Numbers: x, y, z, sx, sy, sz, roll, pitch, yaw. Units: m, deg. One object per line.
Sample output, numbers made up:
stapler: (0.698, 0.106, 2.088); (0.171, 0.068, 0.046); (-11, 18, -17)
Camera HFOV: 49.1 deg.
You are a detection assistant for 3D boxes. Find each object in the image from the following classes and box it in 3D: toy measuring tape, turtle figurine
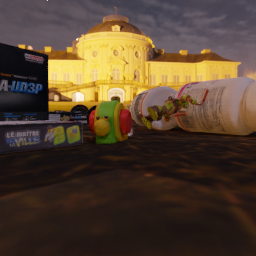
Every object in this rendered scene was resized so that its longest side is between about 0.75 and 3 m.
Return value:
toy measuring tape: (-0.202, -0.138, 5.065); (0.738, 0.738, 2.007); (1, 3, 13)
turtle figurine: (0.886, -0.421, 5.631); (1.126, 0.450, 1.396); (-22, -7, -27)

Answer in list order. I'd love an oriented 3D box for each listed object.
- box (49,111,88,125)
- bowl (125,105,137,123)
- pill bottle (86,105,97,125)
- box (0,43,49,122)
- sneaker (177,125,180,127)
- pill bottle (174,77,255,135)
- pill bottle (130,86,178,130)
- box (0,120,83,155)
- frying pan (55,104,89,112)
box: (-2.876, -0.343, 10.149); (2.284, 0.525, 1.816); (2, 4, 37)
bowl: (0.769, -0.636, 12.690); (1.794, 0.842, 1.794); (-1, 3, 0)
pill bottle: (-0.600, -0.296, 7.854); (0.691, 0.691, 1.236); (1, 3, 18)
box: (-3.063, -0.943, 6.770); (0.610, 2.107, 2.651); (2, 3, 28)
sneaker: (2.022, -0.173, 8.186); (1.450, 0.529, 0.513); (11, -3, 20)
pill bottle: (2.174, -0.475, 6.199); (1.232, 1.232, 2.174); (-2, 4, -36)
pill bottle: (0.747, -0.568, 8.243); (1.182, 1.182, 2.041); (-1, 4, -12)
box: (-1.716, 0.103, 3.652); (1.109, 0.350, 2.015); (3, 4, 40)
frying pan: (-2.288, -0.502, 11.796); (1.405, 0.850, 0.229); (-16, -5, -6)
